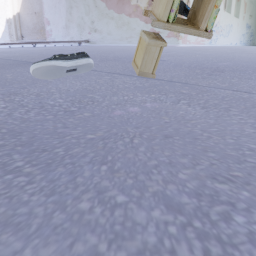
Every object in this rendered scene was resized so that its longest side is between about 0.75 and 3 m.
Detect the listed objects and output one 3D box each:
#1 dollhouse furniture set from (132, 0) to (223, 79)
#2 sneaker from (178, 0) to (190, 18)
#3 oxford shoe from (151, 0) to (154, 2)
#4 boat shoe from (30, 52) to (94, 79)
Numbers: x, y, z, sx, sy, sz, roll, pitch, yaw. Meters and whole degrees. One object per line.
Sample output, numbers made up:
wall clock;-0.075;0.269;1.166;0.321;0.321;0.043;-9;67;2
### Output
dollhouse furniture set;1.029;-2.875;6.497;1.528;2.748;2.430;5;36;-18
sneaker;1.858;-3.794;9.004;0.462;0.413;1.127;35;27;23
oxford shoe;1.367;-4.379;8.630;0.884;0.904;2.479;40;62;4
boat shoe;-2.100;-2.028;8.882;2.112;0.725;0.598;-15;69;-35
